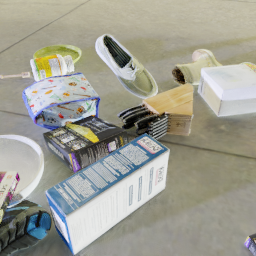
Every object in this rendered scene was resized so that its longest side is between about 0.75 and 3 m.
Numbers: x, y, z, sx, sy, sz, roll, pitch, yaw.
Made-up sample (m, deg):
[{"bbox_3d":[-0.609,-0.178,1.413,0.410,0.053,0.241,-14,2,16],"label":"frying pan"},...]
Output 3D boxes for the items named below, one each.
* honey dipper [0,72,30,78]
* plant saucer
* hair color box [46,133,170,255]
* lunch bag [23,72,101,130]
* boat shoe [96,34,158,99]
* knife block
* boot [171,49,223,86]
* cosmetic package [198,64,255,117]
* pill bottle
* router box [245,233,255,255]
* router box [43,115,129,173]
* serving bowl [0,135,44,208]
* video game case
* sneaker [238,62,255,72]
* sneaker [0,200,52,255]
[{"bbox_3d":[-5.037,-2.314,12.444,1.291,0.245,0.245,-6,38,-1],"label":"honey dipper"},{"bbox_3d":[-3.433,-3.503,13.811,2.324,0.361,2.324,0,39,0],"label":"plant saucer"},{"bbox_3d":[-0.353,1.448,6.641,2.901,1.451,0.878,-27,46,-31],"label":"hair color box"},{"bbox_3d":[-2.345,-0.873,9.684,2.228,1.380,1.894,-12,39,-27],"label":"lunch bag"},{"bbox_3d":[-0.041,-2.152,10.153,1.061,2.948,0.914,-48,12,-3],"label":"boat shoe"},{"bbox_3d":[0.992,-0.606,9.692,2.424,0.883,2.761,8,40,8],"label":"knife block"},{"bbox_3d":[2.843,-2.654,12.291,2.010,0.936,2.598,-9,41,-10],"label":"boot"},{"bbox_3d":[3.933,-1.476,10.566,1.873,1.155,1.879,-7,38,-9],"label":"cosmetic package"},{"bbox_3d":[-3.295,-2.680,12.277,1.704,0.946,0.946,-16,41,-19],"label":"pill bottle"},{"bbox_3d":[3.405,2.629,6.044,1.310,0.342,1.030,-14,40,-17],"label":"router box"},{"bbox_3d":[-1.286,0.354,8.210,1.752,0.582,2.229,-23,25,-26],"label":"router box"},{"bbox_3d":[-3.428,1.263,7.393,2.479,0.815,2.479,0,39,0],"label":"serving bowl"},{"bbox_3d":[-3.500,1.587,6.063,1.795,0.321,1.627,1,35,1],"label":"video game case"},{"bbox_3d":[5.469,-2.460,12.293,1.583,0.619,0.715,1,41,1],"label":"sneaker"},{"bbox_3d":[-2.997,2.485,5.965,2.665,0.976,1.092,-24,24,-32],"label":"sneaker"}]
